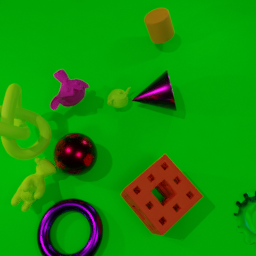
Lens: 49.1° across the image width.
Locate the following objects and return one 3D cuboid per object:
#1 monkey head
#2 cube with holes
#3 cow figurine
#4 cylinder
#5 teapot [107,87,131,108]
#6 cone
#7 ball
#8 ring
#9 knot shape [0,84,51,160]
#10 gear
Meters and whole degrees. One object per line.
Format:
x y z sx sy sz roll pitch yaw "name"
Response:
-1.856 -1.215 8.652 1.475 0.889 1.061 -39 86 -24 "monkey head"
0.803 1.776 7.368 1.375 1.375 1.375 -38 78 -16 "cube with holes"
-2.606 1.519 7.898 0.733 1.314 1.336 37 110 -16 "cow figurine"
1.091 -3.515 9.663 0.849 0.849 0.849 -13 50 16 "cylinder"
-0.290 -1.007 9.075 0.662 0.521 1.064 38 51 21 "teapot"
0.745 -1.032 8.884 1.325 1.320 1.320 -13 67 9 "cone"
-1.490 0.747 7.976 1.241 1.241 1.241 0 67 0 "ball"
-1.558 2.801 7.543 1.794 0.359 1.794 -1 65 2 "ring"
-2.931 -0.039 7.553 0.962 1.947 2.081 -25 26 16 "knot shape"
3.420 2.336 7.161 0.266 1.441 1.441 4 62 -36 "gear"
